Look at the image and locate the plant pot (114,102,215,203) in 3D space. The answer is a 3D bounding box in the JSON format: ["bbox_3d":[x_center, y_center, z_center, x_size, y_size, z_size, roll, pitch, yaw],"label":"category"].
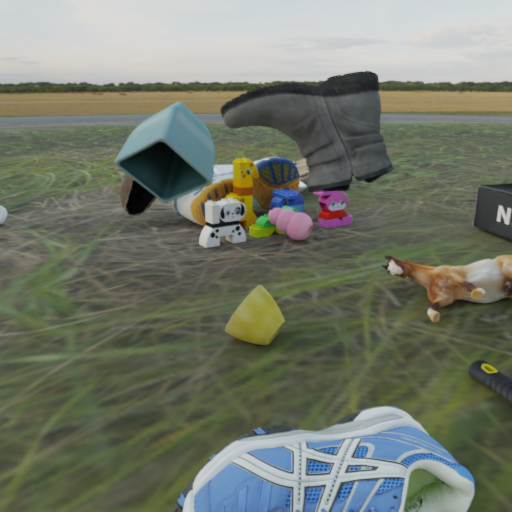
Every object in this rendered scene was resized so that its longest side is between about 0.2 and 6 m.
[{"bbox_3d":[-1.219,-1.596,8.167,1.042,1.039,1.061,-16,49,37],"label":"plant pot"}]

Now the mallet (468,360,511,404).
[{"bbox_3d":[2.414,1.410,4.380,0.806,0.504,2.447,-11,15,-21],"label":"mallet"}]

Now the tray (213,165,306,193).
[{"bbox_3d":[-0.054,-2.006,15.047,2.006,0.414,3.737,-4,18,-9],"label":"tray"}]

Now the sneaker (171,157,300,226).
[{"bbox_3d":[-0.419,-1.502,12.082,3.078,1.159,1.357,-19,23,-39],"label":"sneaker"}]

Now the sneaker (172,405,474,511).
[{"bbox_3d":[0.441,1.481,3.426,2.073,0.785,0.799,-12,17,-28],"label":"sneaker"}]

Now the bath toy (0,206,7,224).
[{"bbox_3d":[-5.657,-0.773,11.097,1.357,0.590,0.501,-6,-17,-19],"label":"bath toy"}]

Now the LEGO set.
[{"bbox_3d":[0.214,-1.188,10.877,3.334,1.368,1.272,-11,20,-31],"label":"LEGO set"}]

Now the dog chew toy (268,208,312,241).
[{"bbox_3d":[0.602,-0.622,10.244,0.826,0.514,0.514,26,25,14],"label":"dog chew toy"}]

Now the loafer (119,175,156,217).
[{"bbox_3d":[-1.916,-1.665,10.864,0.891,2.440,0.866,18,37,-23],"label":"loafer"}]

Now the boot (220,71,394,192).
[{"bbox_3d":[0.647,-1.537,7.495,2.226,1.465,0.777,-6,5,16],"label":"boot"}]

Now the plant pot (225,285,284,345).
[{"bbox_3d":[0.036,0.725,6.246,0.465,0.656,0.656,37,28,12],"label":"plant pot"}]

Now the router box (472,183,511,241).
[{"bbox_3d":[6.048,-0.577,9.658,2.700,0.924,3.620,-5,18,-16],"label":"router box"}]

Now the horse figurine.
[{"bbox_3d":[3.020,0.342,7.167,2.547,0.636,1.688,-6,11,6],"label":"horse figurine"}]

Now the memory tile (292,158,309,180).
[{"bbox_3d":[0.804,-2.237,14.994,1.438,0.158,1.876,-12,20,14],"label":"memory tile"}]
